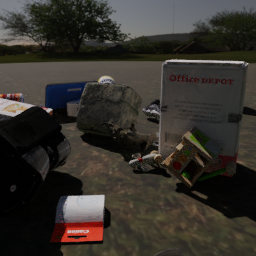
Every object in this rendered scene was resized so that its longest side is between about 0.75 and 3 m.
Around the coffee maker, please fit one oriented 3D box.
[{"bbox_3d":[-2.554,0.313,6.310,1.688,2.407,2.506,-19,12,7],"label":"coffee maker"}]

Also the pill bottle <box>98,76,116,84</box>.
[{"bbox_3d":[-1.336,-2.579,17.609,1.216,1.216,2.171,-2,17,-5],"label":"pill bottle"}]

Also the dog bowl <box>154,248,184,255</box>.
[{"bbox_3d":[0.773,2.159,3.848,1.088,0.319,1.088,0,18,0],"label":"dog bowl"}]

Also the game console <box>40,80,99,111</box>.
[{"bbox_3d":[-3.081,-1.748,14.513,2.701,2.305,1.598,-9,46,-27],"label":"game console"}]

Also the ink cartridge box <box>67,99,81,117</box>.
[{"bbox_3d":[-1.749,-0.908,13.180,1.919,0.651,1.113,7,18,20],"label":"ink cartridge box"}]

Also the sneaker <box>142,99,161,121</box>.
[{"bbox_3d":[1.349,-0.833,12.422,0.850,0.564,1.494,-50,39,-14],"label":"sneaker"}]

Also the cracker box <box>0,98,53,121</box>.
[{"bbox_3d":[-4.474,-0.438,10.556,2.771,0.799,1.856,12,17,-3],"label":"cracker box"}]

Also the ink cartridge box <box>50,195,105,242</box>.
[{"bbox_3d":[-0.930,1.703,5.394,0.932,0.275,1.165,-1,16,-3],"label":"ink cartridge box"}]

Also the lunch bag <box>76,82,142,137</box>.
[{"bbox_3d":[-0.761,-0.571,10.288,2.143,1.797,1.493,10,-16,26],"label":"lunch bag"}]

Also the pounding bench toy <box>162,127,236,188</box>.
[{"bbox_3d":[1.752,0.910,6.859,1.424,1.110,0.884,40,31,14],"label":"pounding bench toy"}]

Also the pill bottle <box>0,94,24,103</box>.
[{"bbox_3d":[-5.970,-1.209,13.735,1.587,0.896,0.896,-5,18,-14],"label":"pill bottle"}]

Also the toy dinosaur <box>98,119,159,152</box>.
[{"bbox_3d":[-0.091,0.285,8.875,2.145,1.097,0.826,2,42,25],"label":"toy dinosaur"}]

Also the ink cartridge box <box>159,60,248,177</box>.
[{"bbox_3d":[2.012,-0.378,7.684,2.094,2.875,1.219,8,19,24],"label":"ink cartridge box"}]

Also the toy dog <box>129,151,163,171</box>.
[{"bbox_3d":[0.536,0.969,7.743,0.916,0.441,0.604,-11,17,15],"label":"toy dog"}]
